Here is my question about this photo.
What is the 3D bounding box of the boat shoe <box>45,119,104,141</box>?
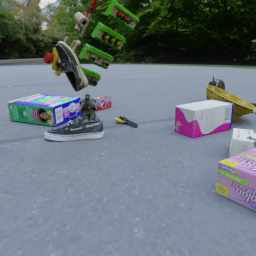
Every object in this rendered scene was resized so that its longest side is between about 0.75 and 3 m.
[{"bbox_3d":[-1.928,0.020,10.084,2.107,0.714,0.756,-2,17,-7],"label":"boat shoe"}]

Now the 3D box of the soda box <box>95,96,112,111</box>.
[{"bbox_3d":[-1.700,-1.237,14.519,0.649,0.588,1.854,13,22,40],"label":"soda box"}]

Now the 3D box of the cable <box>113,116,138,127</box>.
[{"bbox_3d":[-0.022,-0.211,11.920,1.285,0.323,0.624,29,14,36],"label":"cable"}]

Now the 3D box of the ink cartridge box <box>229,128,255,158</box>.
[{"bbox_3d":[3.937,0.541,8.403,1.606,0.666,1.179,7,19,19],"label":"ink cartridge box"}]

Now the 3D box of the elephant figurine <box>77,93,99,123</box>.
[{"bbox_3d":[-1.686,-0.911,11.990,1.093,1.409,0.997,14,22,39],"label":"elephant figurine"}]

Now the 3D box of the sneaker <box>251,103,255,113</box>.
[{"bbox_3d":[6.780,-1.141,13.706,2.066,0.874,0.769,14,21,39],"label":"sneaker"}]

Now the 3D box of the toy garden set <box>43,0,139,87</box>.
[{"bbox_3d":[-1.043,-2.582,8.646,2.317,2.780,0.555,10,32,-53],"label":"toy garden set"}]

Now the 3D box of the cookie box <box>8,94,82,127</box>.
[{"bbox_3d":[-3.705,-0.872,12.676,2.467,0.927,2.110,6,19,22],"label":"cookie box"}]

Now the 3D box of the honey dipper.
[{"bbox_3d":[-2.989,-3.440,13.733,0.398,2.095,0.398,33,25,-18],"label":"honey dipper"}]

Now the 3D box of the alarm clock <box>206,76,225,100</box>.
[{"bbox_3d":[5.223,-2.085,16.322,0.671,1.359,2.015,15,-5,36],"label":"alarm clock"}]

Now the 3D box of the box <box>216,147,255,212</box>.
[{"bbox_3d":[3.067,1.135,6.191,1.661,0.803,1.461,-13,21,-35],"label":"box"}]

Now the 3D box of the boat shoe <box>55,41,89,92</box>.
[{"bbox_3d":[-1.568,-1.627,7.572,0.503,1.408,0.463,5,42,45],"label":"boat shoe"}]

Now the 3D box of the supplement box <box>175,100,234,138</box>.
[{"bbox_3d":[2.950,-0.406,10.900,2.116,1.071,1.094,-11,20,-32],"label":"supplement box"}]

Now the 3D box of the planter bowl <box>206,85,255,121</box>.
[{"bbox_3d":[4.321,-0.963,12.388,2.374,0.989,2.374,20,21,-8],"label":"planter bowl"}]
